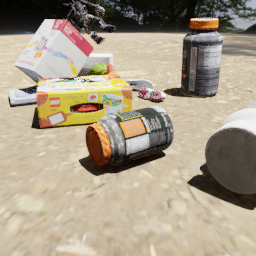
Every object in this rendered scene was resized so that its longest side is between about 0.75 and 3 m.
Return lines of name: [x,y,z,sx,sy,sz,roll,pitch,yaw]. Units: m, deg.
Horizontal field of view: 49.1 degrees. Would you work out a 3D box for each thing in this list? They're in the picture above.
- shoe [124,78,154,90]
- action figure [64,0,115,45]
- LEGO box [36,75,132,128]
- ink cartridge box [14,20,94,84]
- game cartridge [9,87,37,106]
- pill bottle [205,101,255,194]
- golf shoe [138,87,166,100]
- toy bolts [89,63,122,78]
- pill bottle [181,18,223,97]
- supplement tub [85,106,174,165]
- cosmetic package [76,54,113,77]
shoe: [0.414,-1.924,12.232,1.460,0.522,0.664,6,20,9]
action figure: [-1.233,-3.394,8.774,1.781,1.059,0.909,49,20,17]
LEGO box: [-1.466,-0.971,9.218,2.802,1.081,2.086,-6,23,-13]
ink cartridge box: [-3.042,-2.924,11.583,1.775,2.442,1.766,20,-13,42]
game cartridge: [-4.022,-1.229,10.881,1.094,0.341,1.643,-6,23,-23]
pill bottle: [2.831,0.217,5.819,1.540,1.540,2.707,20,29,40]
golf shoe: [0.937,-1.298,10.979,0.568,0.467,1.241,4,13,-45]
toy bolts: [-0.866,-1.701,11.363,1.269,1.747,1.829,45,27,4]
pill bottle: [2.952,-2.843,11.246,1.556,2.930,1.556,-1,24,1]
supplement tub: [0.038,0.181,6.430,1.842,1.128,1.128,-13,26,-30]
cosmetic package: [-1.917,-2.862,13.437,2.387,1.347,0.968,4,23,5]
